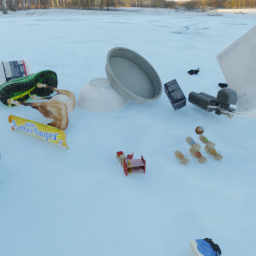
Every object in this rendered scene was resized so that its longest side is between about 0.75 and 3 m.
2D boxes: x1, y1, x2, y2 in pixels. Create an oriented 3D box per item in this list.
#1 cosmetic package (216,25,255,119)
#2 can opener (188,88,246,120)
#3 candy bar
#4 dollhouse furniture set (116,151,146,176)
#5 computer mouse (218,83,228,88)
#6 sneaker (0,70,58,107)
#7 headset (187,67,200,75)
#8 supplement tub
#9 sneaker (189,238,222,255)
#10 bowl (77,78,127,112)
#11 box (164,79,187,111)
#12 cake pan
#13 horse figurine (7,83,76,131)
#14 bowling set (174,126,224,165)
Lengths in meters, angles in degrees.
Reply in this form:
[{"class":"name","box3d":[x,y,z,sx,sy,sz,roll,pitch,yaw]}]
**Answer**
[{"class":"cosmetic package","box3d":[4.239,-1.800,8.334,1.410,2.286,2.294,5,61,-36]},{"class":"can opener","box3d":[2.792,-0.882,8.984,0.721,0.910,2.739,4,12,-14]},{"class":"candy bar","box3d":[-2.531,0.069,7.823,2.321,0.579,0.257,15,39,28]},{"class":"dollhouse furniture set","box3d":[0.055,0.744,6.699,0.482,0.364,0.896,-8,28,-16]},{"class":"computer mouse","box3d":[4.402,-1.815,12.076,1.123,0.191,0.329,3,16,-7]},{"class":"sneaker","box3d":[-3.876,-1.683,10.808,1.127,1.032,2.645,22,34,37]},{"class":"headset","box3d":[3.267,-2.823,13.800,0.503,0.383,0.815,-11,17,-19]},{"class":"supplement tub","box3d":[-5.032,-2.371,12.135,1.502,1.054,1.054,-12,29,-23]},{"class":"sneaker","box3d":[1.278,1.991,4.292,0.422,0.291,0.759,-13,22,-6]},{"class":"bowl","box3d":[-0.966,-1.320,10.297,1.887,0.848,1.887,0,27,0]},{"class":"box","box3d":[1.601,-1.118,9.518,0.451,0.640,0.864,-26,73,2]},{"class":"cake pan","box3d":[0.186,-1.934,10.476,2.531,0.464,2.531,23,46,-26]},{"class":"horse figurine","box3d":[-2.505,-0.810,9.302,1.939,0.730,2.926,15,23,5]},{"class":"bowling set","box3d":[1.754,0.435,6.879,1.181,0.822,0.634,-12,31,-15]}]
